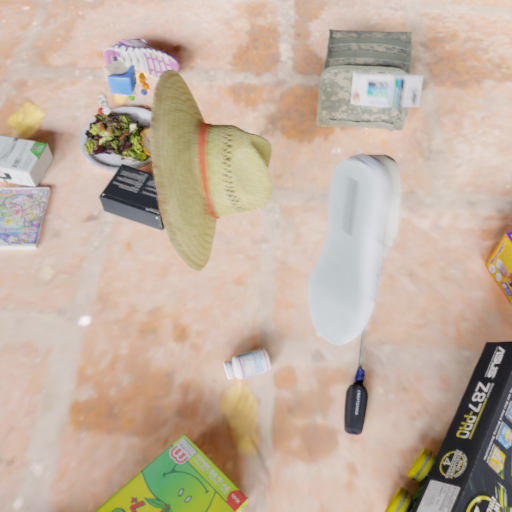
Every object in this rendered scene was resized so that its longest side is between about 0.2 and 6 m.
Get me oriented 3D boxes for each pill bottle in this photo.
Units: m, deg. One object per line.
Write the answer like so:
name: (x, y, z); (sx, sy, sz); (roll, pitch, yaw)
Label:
pill bottle: (-0.166, 1.999, 10.274); (0.815, 0.443, 0.443); (-14, 59, -8)

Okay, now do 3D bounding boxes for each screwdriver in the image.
screwdriver: (1.990, 1.879, 10.353); (0.416, 0.399, 2.863); (-3, 56, 32)

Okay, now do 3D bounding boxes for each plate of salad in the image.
plate of salad: (-3.163, -2.865, 13.287); (2.118, 0.509, 2.118); (0, 59, 0)

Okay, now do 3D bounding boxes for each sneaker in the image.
sneaker: (1.551, -0.046, 8.144); (1.044, 2.950, 1.077); (-19, 39, -41)
sneaker: (-2.924, -5.262, 14.662); (2.013, 0.810, 0.890); (12, 51, 9)

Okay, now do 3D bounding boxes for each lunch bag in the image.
lunch bag: (2.606, -4.136, 13.502); (2.092, 1.500, 2.551); (6, 61, 9)

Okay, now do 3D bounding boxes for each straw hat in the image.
straw hat: (-0.447, -1.398, 9.164); (1.449, 3.423, 3.423); (-4, 57, 10)

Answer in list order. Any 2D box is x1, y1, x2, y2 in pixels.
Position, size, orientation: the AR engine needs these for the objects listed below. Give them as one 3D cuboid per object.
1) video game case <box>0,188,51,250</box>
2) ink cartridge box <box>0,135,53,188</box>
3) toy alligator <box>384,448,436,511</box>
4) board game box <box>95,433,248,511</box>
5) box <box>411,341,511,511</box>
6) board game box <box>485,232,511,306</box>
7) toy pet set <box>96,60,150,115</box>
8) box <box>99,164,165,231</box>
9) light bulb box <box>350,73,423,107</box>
video game case: (-5.205, -0.834, 12.229); (1.136, 0.143, 1.586); (0, 58, 0)
ink cartridge box: (-5.510, -2.178, 12.825); (1.321, 0.549, 0.969); (12, 59, 7)
toy alligator: (3.176, 3.496, 8.990); (1.121, 1.026, 3.780); (34, 64, 19)
board game box: (-1.663, 4.210, 8.288); (1.488, 0.698, 2.930); (39, 50, 21)
box: (3.910, 3.395, 8.424); (2.683, 0.817, 3.329); (46, 62, -17)
board game box: (5.478, 0.183, 10.978); (1.170, 1.171, 1.170); (-17, 59, -10)
toy pet set: (-2.475, -3.178, 10.783); (1.145, 1.069, 0.608); (-34, 65, -23)
box: (-2.505, -1.287, 12.256); (1.462, 0.576, 1.031); (19, 57, 11)
light bulb box: (2.295, -2.932, 9.889); (0.882, 0.550, 0.874); (-11, 22, -34)
